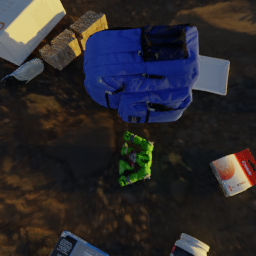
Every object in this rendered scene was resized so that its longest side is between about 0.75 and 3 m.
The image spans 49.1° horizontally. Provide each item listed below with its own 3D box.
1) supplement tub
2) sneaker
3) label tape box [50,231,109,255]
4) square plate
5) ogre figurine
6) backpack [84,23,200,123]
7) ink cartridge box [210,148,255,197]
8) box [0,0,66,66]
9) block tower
[{"bbox_3d":[1.392,3.249,6.747,0.815,0.815,1.161,27,72,10],"label":"supplement tub"},{"bbox_3d":[-3.319,-1.699,8.838,1.459,0.524,0.529,-31,40,-5],"label":"sneaker"},{"bbox_3d":[-1.429,3.611,6.747,1.262,0.582,1.761,26,70,9],"label":"label tape box"},{"bbox_3d":[2.522,-1.694,8.945,1.298,0.185,1.286,12,69,4],"label":"square plate"},{"bbox_3d":[0.230,0.869,7.717,0.874,0.716,1.459,4,57,14],"label":"ogre figurine"},{"bbox_3d":[0.258,-1.432,7.666,2.969,2.413,2.492,1,73,0],"label":"backpack"},{"bbox_3d":[3.086,1.208,7.795,1.263,0.317,1.024,-21,71,-5],"label":"ink cartridge box"},{"bbox_3d":[-3.453,-3.443,8.886,1.529,1.198,2.458,26,71,25],"label":"box"},{"bbox_3d":[-1.703,-2.851,9.028,0.680,0.636,2.354,36,70,25],"label":"block tower"}]
